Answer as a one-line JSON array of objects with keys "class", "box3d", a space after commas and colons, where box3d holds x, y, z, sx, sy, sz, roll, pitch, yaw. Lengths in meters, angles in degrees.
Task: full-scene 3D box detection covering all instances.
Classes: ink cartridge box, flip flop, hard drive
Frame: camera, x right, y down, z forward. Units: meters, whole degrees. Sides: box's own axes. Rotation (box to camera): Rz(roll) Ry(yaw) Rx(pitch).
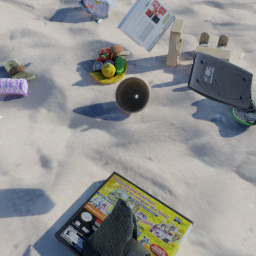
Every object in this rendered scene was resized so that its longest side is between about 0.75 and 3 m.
[{"class": "ink cartridge box", "box3d": [0.570, -3.260, 8.650, 1.210, 1.379, 0.578, 35, 12, -23]}, {"class": "flip flop", "box3d": [-4.899, -2.590, 12.453, 0.839, 0.596, 2.070, -32, 55, -26]}, {"class": "hard drive", "box3d": [2.408, -1.218, 7.361, 1.718, 0.364, 1.159, 18, 73, -10]}]

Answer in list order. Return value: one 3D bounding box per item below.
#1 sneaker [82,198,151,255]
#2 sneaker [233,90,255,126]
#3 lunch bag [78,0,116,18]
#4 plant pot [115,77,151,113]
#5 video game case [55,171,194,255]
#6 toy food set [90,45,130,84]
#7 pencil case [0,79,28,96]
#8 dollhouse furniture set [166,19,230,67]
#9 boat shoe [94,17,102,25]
[{"class": "sneaker", "box3d": [-0.608, 3.201, 6.490, 1.530, 0.881, 2.934, 32, 72, 35]}, {"class": "sneaker", "box3d": [4.402, -0.993, 10.709, 0.889, 0.970, 2.277, -8, 48, -8]}, {"class": "lunch bag", "box3d": [-1.790, -7.526, 16.691, 1.908, 1.213, 1.618, 18, 50, 3]}, {"class": "plant pot", "box3d": [0.257, -1.264, 10.982, 1.404, 1.404, 0.648, 21, 8, 19]}, {"class": "video game case", "box3d": [-0.073, 2.781, 7.585, 2.811, 0.358, 2.540, 29, 54, 25]}, {"class": "toy food set", "box3d": [-0.822, -3.156, 12.789, 1.578, 0.876, 2.681, 6, 47, 6]}, {"class": "pencil case", "box3d": [-4.995, -1.693, 11.586, 1.633, 0.685, 0.698, -1, 78, 1]}, {"class": "dollhouse furniture set", "box3d": [3.259, -3.665, 12.654, 2.730, 1.777, 2.508, 11, 48, 11]}, {"class": "boat shoe", "box3d": [-1.350, -4.820, 12.468, 0.279, 0.275, 0.775, -35, 23, 12]}]
